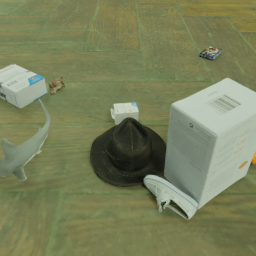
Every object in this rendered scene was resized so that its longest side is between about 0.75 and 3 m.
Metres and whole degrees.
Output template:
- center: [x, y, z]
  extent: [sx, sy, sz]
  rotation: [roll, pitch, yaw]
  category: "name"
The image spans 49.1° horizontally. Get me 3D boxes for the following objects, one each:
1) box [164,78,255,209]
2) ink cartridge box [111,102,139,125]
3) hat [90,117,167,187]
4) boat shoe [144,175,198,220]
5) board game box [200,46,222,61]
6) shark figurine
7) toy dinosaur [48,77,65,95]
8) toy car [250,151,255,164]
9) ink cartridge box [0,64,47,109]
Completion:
- center: [2.004, 0.372, 6.630]
  extent: [1.839, 2.415, 1.284]
  rotation: [-25, 46, -26]
  category: "box"
- center: [-0.120, -0.443, 9.046]
  extent: [0.843, 0.528, 0.542]
  rotation: [-5, 41, -6]
  category: "ink cartridge box"
- center: [0.031, 0.374, 7.752]
  extent: [2.463, 0.994, 2.463]
  rotation: [-1, 41, 1]
  category: "hat"
- center: [0.890, 1.694, 6.620]
  extent: [1.432, 0.529, 0.611]
  rotation: [32, 52, 19]
  category: "boat shoe"
- center: [3.800, -3.433, 12.824]
  extent: [0.659, 0.168, 0.973]
  rotation: [26, 47, 27]
  category: "board game box"
- center: [-2.651, 0.361, 7.043]
  extent: [2.273, 0.949, 1.358]
  rotation: [-51, 38, -13]
  category: "shark figurine"
- center: [-2.745, -1.666, 10.622]
  extent: [0.619, 0.392, 0.913]
  rotation: [-15, 37, -7]
  category: "toy dinosaur"
- center: [3.609, 0.333, 8.099]
  extent: [1.771, 0.589, 0.869]
  rotation: [-33, 51, -32]
  category: "toy car"
- center: [-4.030, -1.561, 10.188]
  extent: [1.724, 0.740, 1.262]
  rotation: [25, 46, 28]
  category: "ink cartridge box"
